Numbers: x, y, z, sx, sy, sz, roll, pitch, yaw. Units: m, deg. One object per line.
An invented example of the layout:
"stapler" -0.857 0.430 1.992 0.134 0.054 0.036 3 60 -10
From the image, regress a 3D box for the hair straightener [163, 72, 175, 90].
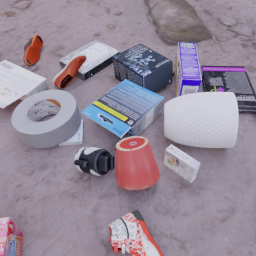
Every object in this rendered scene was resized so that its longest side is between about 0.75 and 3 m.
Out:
"hair straightener" 1.817 -2.242 13.420 0.563 0.299 1.462 31 55 26

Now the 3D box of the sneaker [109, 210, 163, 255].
"sneaker" 0.219 3.462 7.938 1.158 0.721 2.161 -20 47 -16

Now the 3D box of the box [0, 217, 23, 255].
"box" -4.502 3.470 7.460 2.911 1.378 1.494 -5 48 -4

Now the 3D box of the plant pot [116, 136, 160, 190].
"plant pot" 0.248 1.087 9.321 1.524 1.348 1.524 -9 21 3

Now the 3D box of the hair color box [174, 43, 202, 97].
"hair color box" 2.674 -2.496 12.809 0.910 1.535 2.808 4 48 4

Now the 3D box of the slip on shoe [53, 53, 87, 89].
"slip on shoe" -2.638 -2.629 13.095 2.041 0.756 0.624 -45 65 4

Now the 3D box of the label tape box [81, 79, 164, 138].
"label tape box" -0.169 -0.651 11.468 2.065 0.953 2.883 30 53 24

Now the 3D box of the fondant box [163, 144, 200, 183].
"fondant box" 1.862 1.248 9.830 1.233 0.890 0.359 33 55 26

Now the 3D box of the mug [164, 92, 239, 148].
"mug" 2.638 -0.421 10.796 2.460 2.071 2.805 0 21 8

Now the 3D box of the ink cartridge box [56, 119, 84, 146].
"ink cartridge box" -2.411 0.172 11.250 1.222 0.265 1.200 -3 48 -5

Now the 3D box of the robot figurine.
"robot figurine" -1.165 1.129 9.712 1.511 1.136 0.943 4 58 37

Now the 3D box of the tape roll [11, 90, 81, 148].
"tape roll" -3.212 -0.417 11.171 2.566 0.848 2.566 -5 46 5

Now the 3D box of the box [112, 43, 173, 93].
"box" 0.665 -2.716 13.056 1.728 1.246 2.328 -32 50 -23

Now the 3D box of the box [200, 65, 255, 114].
"box" 4.589 -1.839 12.909 2.102 0.531 2.940 2 46 2

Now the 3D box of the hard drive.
"hard drive" -1.960 -3.591 14.532 1.856 0.503 2.657 33 56 27

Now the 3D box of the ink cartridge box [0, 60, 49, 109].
"ink cartridge box" -5.584 -1.888 12.855 2.856 0.639 2.516 25 52 22

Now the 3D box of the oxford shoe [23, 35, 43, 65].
"oxford shoe" -5.179 -4.050 14.935 0.796 0.781 2.194 -15 45 23
